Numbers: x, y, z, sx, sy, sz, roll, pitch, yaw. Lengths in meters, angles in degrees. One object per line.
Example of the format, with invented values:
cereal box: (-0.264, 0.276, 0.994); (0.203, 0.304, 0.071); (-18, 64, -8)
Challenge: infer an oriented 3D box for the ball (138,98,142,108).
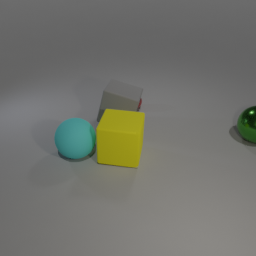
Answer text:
ball: (0.290, -1.221, 12.749); (0.700, 0.700, 0.700); (0, 32, 0)

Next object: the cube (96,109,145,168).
cube: (-0.226, 0.326, 9.551); (1.400, 1.400, 1.400); (6, 32, 7)

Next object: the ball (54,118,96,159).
ball: (-1.797, 0.351, 9.583); (1.400, 1.400, 1.400); (0, 32, 0)

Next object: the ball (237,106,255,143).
ball: (4.769, -0.131, 10.331); (1.400, 1.400, 1.400); (0, 32, 0)

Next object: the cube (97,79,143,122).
cube: (-0.304, -0.939, 11.235); (1.400, 1.400, 1.400); (17, 30, 1)
